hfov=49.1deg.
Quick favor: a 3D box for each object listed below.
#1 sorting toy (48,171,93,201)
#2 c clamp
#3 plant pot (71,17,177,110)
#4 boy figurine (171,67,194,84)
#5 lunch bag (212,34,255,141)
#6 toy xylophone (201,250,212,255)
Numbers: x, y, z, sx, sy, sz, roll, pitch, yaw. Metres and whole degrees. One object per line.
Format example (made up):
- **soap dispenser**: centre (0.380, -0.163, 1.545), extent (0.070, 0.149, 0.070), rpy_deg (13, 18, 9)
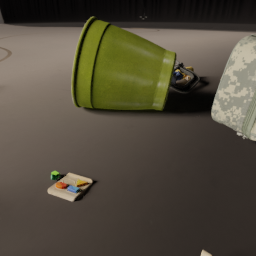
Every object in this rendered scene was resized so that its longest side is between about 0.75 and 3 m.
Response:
- **sorting toy**: centre (-1.120, 0.973, 4.945), extent (0.820, 0.121, 0.606), rpy_deg (12, 27, 23)
- **c clamp**: centre (1.862, -2.004, 10.630), extent (1.704, 0.270, 1.995), rpy_deg (31, 43, 9)
- **plant pot**: centre (0.004, -1.593, 8.111), extent (2.522, 2.619, 2.619), rpy_deg (13, 26, 4)
- **boy figurine**: centre (2.108, -2.168, 11.344), extent (1.014, 0.525, 1.631), rpy_deg (27, 34, 32)
- **lunch bag**: centre (3.433, -0.534, 5.454), extent (2.840, 1.979, 2.382), rpy_deg (-1, 23, -40)
- **toy xylophone**: centre (1.003, 1.811, 2.856), extent (1.282, 0.322, 0.938), rpy_deg (16, 29, 31)
